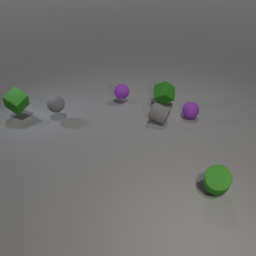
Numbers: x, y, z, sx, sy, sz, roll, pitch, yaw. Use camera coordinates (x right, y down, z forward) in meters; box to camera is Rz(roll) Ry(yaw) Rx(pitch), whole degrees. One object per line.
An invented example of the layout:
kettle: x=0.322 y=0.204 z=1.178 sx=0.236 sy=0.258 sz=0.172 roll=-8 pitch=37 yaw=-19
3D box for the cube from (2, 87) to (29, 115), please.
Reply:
cube: x=-4.523 y=-1.095 z=11.352 sx=0.700 sy=0.700 sz=0.700 roll=32 pitch=59 yaw=3

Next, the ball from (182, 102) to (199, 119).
ball: x=2.612 y=-0.741 z=11.657 sx=0.700 sy=0.700 sz=0.700 roll=0 pitch=30 yaw=0

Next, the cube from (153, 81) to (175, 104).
cube: x=1.633 y=-1.587 z=12.623 sx=0.700 sy=0.700 sz=0.700 roll=-14 pitch=-26 yaw=43

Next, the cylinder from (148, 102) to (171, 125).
cylinder: x=1.257 y=-0.582 z=11.245 sx=0.700 sy=0.700 sz=0.700 roll=26 pitch=36 yaw=12

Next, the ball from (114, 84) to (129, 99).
ball: x=-0.289 y=-1.682 z=12.879 sx=0.700 sy=0.700 sz=0.700 roll=0 pitch=30 yaw=0

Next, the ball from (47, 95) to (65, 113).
ball: x=-2.897 y=-0.964 z=11.237 sx=0.700 sy=0.700 sz=0.700 roll=0 pitch=30 yaw=0

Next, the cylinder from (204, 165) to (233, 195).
cylinder: x=2.413 y=1.412 z=7.556 sx=0.700 sy=0.700 sz=0.700 roll=-5 pitch=66 yaw=11
